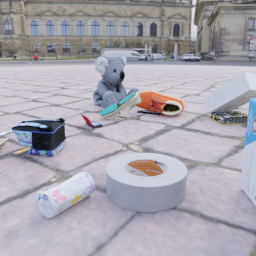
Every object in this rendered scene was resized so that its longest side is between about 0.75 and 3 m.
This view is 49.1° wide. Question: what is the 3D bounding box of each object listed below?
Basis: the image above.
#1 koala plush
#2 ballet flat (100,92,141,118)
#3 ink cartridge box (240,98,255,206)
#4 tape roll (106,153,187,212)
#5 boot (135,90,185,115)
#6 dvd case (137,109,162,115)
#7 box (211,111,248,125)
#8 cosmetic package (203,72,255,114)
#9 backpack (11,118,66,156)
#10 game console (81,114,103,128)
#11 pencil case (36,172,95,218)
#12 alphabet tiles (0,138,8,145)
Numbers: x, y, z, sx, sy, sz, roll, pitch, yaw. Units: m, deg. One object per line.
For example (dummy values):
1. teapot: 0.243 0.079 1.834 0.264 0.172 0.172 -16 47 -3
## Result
1. koala plush: -0.879 -2.607 15.394 2.359 2.660 2.445 -15 21 -39
2. ballet flat: -0.312 -0.862 12.451 1.990 0.621 0.671 -30 28 15
3. ink cartridge box: 3.103 0.769 4.742 1.228 2.127 2.932 0 16 1
4. tape roll: 0.401 1.140 6.257 1.790 0.591 1.790 1 16 0
5. boot: 1.365 -1.185 13.276 2.636 0.989 1.413 9 17 11
6. dvd case: 1.172 -0.835 13.909 1.200 0.105 0.856 9 18 28
7. box: 4.494 -0.452 12.199 1.370 0.338 1.094 -4 18 -13
8. cosmetic package: 4.586 -1.418 12.209 1.201 0.844 2.368 2 -22 -33
9. backpack: -2.765 0.242 8.642 1.447 0.973 1.321 3 16 6
10. game console: -1.481 -0.321 11.490 0.685 0.472 0.795 -9 19 -28
11. pencil case: -1.253 1.330 5.724 0.563 0.516 1.242 28 28 29
12. alphabet tiles: -4.948 0.520 8.846 1.932 0.073 1.615 -4 7 -13
